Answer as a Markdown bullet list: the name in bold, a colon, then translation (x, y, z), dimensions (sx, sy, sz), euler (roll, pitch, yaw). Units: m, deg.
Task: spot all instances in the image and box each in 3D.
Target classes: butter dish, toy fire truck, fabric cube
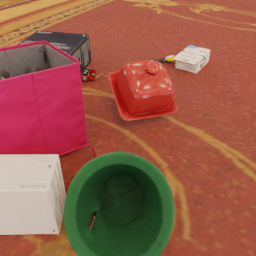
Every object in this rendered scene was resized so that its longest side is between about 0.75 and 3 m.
- **butter dish**: translation (0.660, -1.609, 9.810), dimensions (2.241, 1.657, 2.235), euler (-9, 63, -19)
- **toy fire truck**: translation (-1.597, -2.461, 12.944), dimensions (0.871, 0.561, 0.767), euler (15, 38, 1)
- **fabric cube**: translation (-3.147, -0.783, 8.610), dimensions (2.827, 2.818, 2.773), euler (-21, 39, -29)

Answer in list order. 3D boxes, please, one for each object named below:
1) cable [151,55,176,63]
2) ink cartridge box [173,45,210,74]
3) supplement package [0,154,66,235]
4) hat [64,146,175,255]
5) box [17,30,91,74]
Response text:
- **cable**: translation (1.760, -3.573, 14.460), dimensions (1.468, 0.369, 0.713), euler (-3, 38, -4)
- **ink cartridge box**: translation (3.141, -3.366, 13.918), dimensions (1.184, 0.693, 2.042), euler (22, 43, 26)
- **supplement package**: translation (-2.688, 1.594, 6.665), dimensions (2.101, 1.636, 1.165), euler (-1, 38, -2)
- **hat**: translation (-0.226, 1.879, 7.398), dimensions (2.462, 2.617, 2.973), euler (6, 79, -1)
- **box**: translation (-3.522, -3.407, 13.314), dimensions (2.848, 1.483, 2.593), euler (9, 40, 11)
